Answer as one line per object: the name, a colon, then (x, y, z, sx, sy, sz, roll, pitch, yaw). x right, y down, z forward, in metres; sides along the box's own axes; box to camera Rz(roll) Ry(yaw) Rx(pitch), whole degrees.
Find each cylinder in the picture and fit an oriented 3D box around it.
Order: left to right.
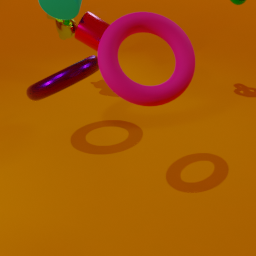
cylinder: (-1.982, -4.196, 8.543, 1.234, 1.234, 1.234, 5, 68, 7)
cylinder: (-1.163, -3.266, 9.594, 0.998, 0.998, 0.998, 30, 33, -6)

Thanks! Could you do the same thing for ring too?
ring: (-1.546, -1.222, 6.829, 1.964, 0.393, 1.964, -24, 16, 7)
ring: (0.321, -1.152, 4.624, 1.642, 1.642, 0.328, -7, -11, -11)

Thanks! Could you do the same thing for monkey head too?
monkey head: (-2.300, -3.580, 9.745, 1.028, 0.861, 1.429, 0, -1, -21)

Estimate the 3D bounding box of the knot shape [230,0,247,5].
knot shape: (2.988, -4.192, 8.141, 1.362, 0.672, 1.455, 45, 19, -11)
